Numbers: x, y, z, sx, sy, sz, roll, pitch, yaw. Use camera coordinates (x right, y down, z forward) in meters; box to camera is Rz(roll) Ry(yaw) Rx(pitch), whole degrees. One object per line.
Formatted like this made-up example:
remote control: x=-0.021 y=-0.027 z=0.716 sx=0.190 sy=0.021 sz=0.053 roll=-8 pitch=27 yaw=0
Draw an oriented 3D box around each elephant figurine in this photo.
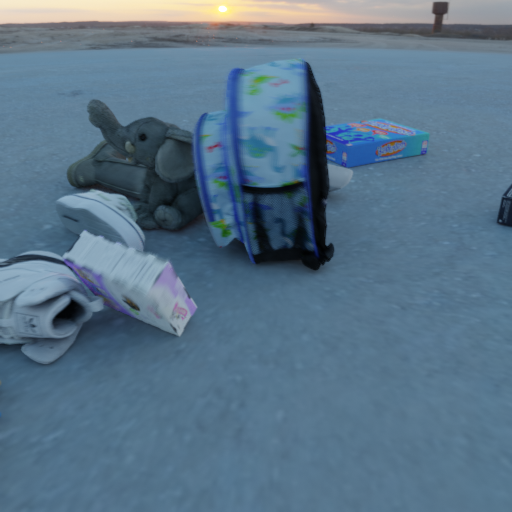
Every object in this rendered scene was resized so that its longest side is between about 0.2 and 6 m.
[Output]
elephant figurine: x=-1.961 y=-2.077 z=11.842 sx=1.973 sy=2.789 sz=2.164 roll=10 pitch=31 yaw=24

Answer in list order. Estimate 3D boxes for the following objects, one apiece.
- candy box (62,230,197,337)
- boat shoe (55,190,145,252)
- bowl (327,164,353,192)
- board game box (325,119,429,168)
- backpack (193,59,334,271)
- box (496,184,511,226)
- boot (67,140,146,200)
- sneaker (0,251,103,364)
candy box: x=-1.833 y=0.421 z=8.296 sx=1.599 sy=1.342 sz=0.572 roll=19 pitch=63 yaw=24
boat shoe: x=-2.934 y=-0.825 z=11.115 sx=1.043 sy=1.149 sz=3.124 roll=-35 pitch=39 yaw=-28
bowl: x=1.581 y=-1.874 z=13.594 sx=1.252 sy=0.468 sz=1.254 roll=9 pitch=-6 yaw=-22
board game box: x=3.401 y=-3.568 z=17.426 sx=3.091 sy=0.695 sz=2.351 roll=-14 pitch=29 yaw=-26
backpack: x=0.132 y=-1.856 z=10.695 sx=2.501 sy=3.403 sz=3.114 roll=-3 pitch=29 yaw=5
box: x=6.004 y=-1.049 z=12.261 sx=1.105 sy=0.686 sz=1.114 roll=16 pitch=30 yaw=30
boot: x=-3.198 y=-2.258 z=14.455 sx=2.646 sy=0.960 sz=2.406 roll=5 pitch=40 yaw=26
sneaker: x=-3.764 y=0.823 z=7.829 sx=3.145 sy=1.182 sz=1.807 roll=-19 pitch=29 yaw=-40
